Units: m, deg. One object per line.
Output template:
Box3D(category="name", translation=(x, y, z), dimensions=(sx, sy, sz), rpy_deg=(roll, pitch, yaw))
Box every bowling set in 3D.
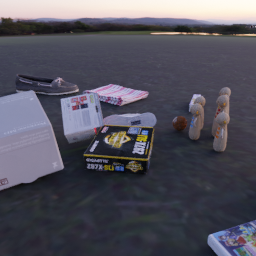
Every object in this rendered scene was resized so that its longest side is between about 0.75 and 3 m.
Box3D(category="bowling set", translation=(2.174, -0.398, 8.303), dimensions=(1.691, 1.304, 2.430), rpy_deg=(6, 23, 14))

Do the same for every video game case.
Box3D(category="video game case", translation=(2.393, 1.999, 3.956), dimensions=(1.712, 0.216, 1.879), rpy_deg=(-8, 25, -20))

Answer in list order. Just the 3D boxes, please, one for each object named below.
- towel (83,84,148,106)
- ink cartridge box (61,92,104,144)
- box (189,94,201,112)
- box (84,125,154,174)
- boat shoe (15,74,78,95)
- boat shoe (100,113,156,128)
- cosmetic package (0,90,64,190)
Box3D(category="towel", translation=(-0.559, -1.557, 12.349), dimensions=(2.438, 0.365, 1.784), rpy_deg=(19, 28, 38))
Box3D(category="ink cartridge box", translation=(-1.269, -0.309, 7.994), dimensions=(1.102, 0.526, 1.255), rpy_deg=(-12, 58, -2))
Box3D(category="box", translation=(2.655, -0.994, 11.071), dimensions=(0.310, 0.289, 1.496), rpy_deg=(8, 24, 18))
Box3D(category="box", translation=(-0.144, 0.482, 7.297), dimensions=(1.525, 0.471, 1.910), rpy_deg=(5, 23, 8))
Box3D(category="boat shoe", translation=(-3.774, -2.038, 12.882), dimensions=(2.917, 0.831, 0.975), rpy_deg=(1, 22, 2))
Box3D(category="boat shoe", translation=(-0.023, -0.162, 8.702), dimensions=(1.758, 0.633, 0.578), rpy_deg=(-13, 1, -14))
Box3D(category="cosmetic package", translation=(-2.735, 0.131, 6.924), dimensions=(1.548, 1.307, 2.898), rpy_deg=(-18, 26, -21))
